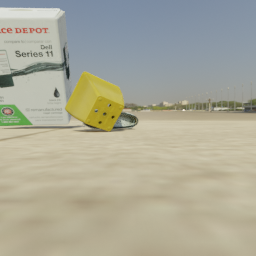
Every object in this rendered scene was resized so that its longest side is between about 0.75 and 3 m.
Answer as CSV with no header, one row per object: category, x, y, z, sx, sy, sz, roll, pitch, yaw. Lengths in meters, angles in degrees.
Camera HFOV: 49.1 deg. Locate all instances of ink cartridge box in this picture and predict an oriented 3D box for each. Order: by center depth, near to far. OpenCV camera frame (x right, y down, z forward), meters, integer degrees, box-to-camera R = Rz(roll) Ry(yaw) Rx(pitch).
ink cartridge box,-2.635,-1.562,7.391,2.093,2.855,1.186,-2,30,-3

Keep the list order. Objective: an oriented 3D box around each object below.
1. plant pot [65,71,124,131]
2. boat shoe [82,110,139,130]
plant pot,-0.618,-0.463,5.865,0.956,0.956,0.843,20,18,-35
boat shoe,-0.431,-0.225,7.060,1.438,0.544,0.434,-3,-2,-23
